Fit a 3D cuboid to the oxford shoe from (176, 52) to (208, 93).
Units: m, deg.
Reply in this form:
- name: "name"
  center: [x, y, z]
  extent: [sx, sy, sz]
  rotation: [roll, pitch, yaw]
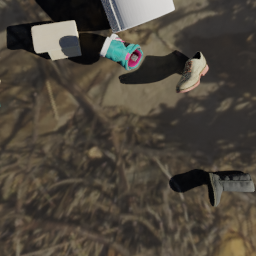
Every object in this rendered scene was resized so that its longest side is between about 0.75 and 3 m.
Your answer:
- name: "oxford shoe"
  center: [1.739, -1.586, 7.965]
  extent: [0.611, 1.725, 0.637]
  rotation: [-2, 125, 37]

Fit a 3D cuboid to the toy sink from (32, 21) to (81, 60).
- name: "toy sink"
  center: [-2.099, -2.559, 8.334]
  extent: [1.265, 0.709, 0.824]
  rotation: [-11, 80, -5]

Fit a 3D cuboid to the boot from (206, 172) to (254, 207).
- name: "boot"
  center: [2.968, 1.763, 8.060]
  extent: [1.269, 0.460, 1.153]
  rotation: [8, 52, -3]

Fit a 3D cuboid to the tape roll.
- name: "tape roll"
  center: [0.222, -3.540, 7.678]
  extent: [1.860, 1.860, 1.277]
  rotation: [-22, 111, -1]

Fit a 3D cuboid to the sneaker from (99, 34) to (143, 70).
- name: "sneaker"
  center: [-0.119, -2.147, 7.860]
  extent: [1.072, 1.776, 0.742]
  rotation: [25, 112, -5]
